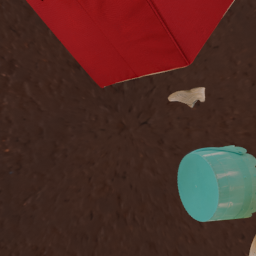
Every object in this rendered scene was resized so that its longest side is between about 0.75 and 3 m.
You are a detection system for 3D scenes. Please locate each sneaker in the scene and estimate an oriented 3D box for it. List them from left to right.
[{"bbox_3d":[1.190,-0.588,5.682,0.765,0.298,0.380,-8,93,27],"label":"sneaker"}]

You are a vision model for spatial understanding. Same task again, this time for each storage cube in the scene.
[{"bbox_3d":[0.036,-2.420,4.618,2.439,2.319,2.713,49,61,-26],"label":"storage cube"}]

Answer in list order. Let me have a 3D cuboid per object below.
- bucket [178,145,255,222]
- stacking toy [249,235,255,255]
[{"bbox_3d":[1.423,0.900,4.541,0.818,1.258,1.258,-2,87,-22],"label":"bucket"},{"bbox_3d":[3.013,2.229,4.210,1.927,1.408,1.408,13,87,-10],"label":"stacking toy"}]
